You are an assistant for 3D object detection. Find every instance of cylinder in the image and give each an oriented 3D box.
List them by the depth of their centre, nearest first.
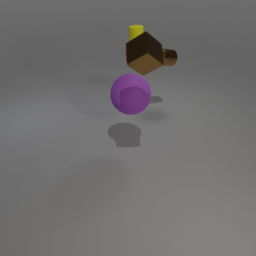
[{"bbox_3d":[1.633,-3.022,11.987,0.700,0.700,0.700,-3,28,-30],"label":"cylinder"},{"bbox_3d":[0.404,-4.650,13.793,0.700,0.700,0.700,-3,30,1],"label":"cylinder"}]

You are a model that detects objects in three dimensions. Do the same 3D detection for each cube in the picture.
[{"bbox_3d":[0.426,-1.905,7.238,0.700,0.700,0.700,-21,-30,37],"label":"cube"}]

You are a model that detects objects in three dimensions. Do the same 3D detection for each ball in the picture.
[{"bbox_3d":[0.094,-1.152,9.577,1.400,1.400,1.400,0,30,0],"label":"ball"}]
